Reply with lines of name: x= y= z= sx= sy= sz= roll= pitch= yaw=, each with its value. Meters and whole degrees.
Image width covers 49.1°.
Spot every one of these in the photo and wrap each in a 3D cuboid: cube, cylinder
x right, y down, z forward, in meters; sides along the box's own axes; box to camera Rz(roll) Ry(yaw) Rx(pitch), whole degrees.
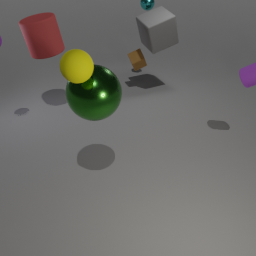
cube: x=0.487 y=-3.513 z=14.433 sx=0.700 sy=0.700 sz=0.700 roll=-24 pitch=66 yaw=7
cylinder: x=-3.380 y=-3.653 z=11.089 sx=1.400 sy=1.400 sz=1.400 roll=-8 pitch=36 yaw=6
cube: x=1.380 y=-4.616 z=13.185 sx=1.400 sy=1.400 sz=1.400 roll=-26 pitch=46 yaw=-6
cylinder: x=4.199 y=-1.783 z=9.346 sx=0.700 sy=0.700 sz=0.700 roll=-20 pitch=14 yaw=41

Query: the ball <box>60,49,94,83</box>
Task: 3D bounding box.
ball: x=-1.074 y=-1.292 z=5.869 sx=0.700 sy=0.700 sz=0.700 roll=0 pitch=32 yaw=0

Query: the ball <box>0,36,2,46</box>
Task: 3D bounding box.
ball: x=-4.627 y=-2.961 z=9.421 sx=0.700 sy=0.700 sz=0.700 roll=0 pitch=32 yaw=0

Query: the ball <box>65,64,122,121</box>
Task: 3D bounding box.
ball: x=-0.850 y=-0.876 z=7.012 sx=1.400 sy=1.400 sz=1.400 roll=0 pitch=32 yaw=0

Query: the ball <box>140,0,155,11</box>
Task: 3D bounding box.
ball: x=0.951 y=-6.118 z=13.690 sx=0.700 sy=0.700 sz=0.700 roll=0 pitch=32 yaw=0
